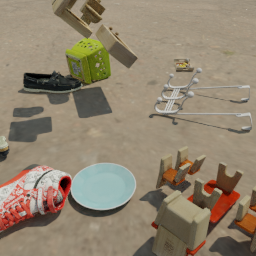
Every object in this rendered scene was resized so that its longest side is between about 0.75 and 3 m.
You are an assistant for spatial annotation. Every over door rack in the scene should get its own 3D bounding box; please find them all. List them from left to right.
[{"bbox_3d":[2.580,-1.119,9.238,2.980,0.993,2.202,11,36,16],"label":"over door rack"}]

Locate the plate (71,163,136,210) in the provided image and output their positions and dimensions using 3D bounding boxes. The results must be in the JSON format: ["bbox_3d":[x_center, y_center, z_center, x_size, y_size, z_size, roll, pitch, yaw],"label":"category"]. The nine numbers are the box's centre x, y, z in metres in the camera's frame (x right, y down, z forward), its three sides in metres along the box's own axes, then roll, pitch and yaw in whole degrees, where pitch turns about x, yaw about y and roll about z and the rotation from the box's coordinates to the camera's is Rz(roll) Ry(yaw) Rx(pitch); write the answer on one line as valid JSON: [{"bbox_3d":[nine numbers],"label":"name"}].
[{"bbox_3d":[-0.540,1.307,6.246,1.445,0.185,1.445,-1,33,0],"label":"plate"}]

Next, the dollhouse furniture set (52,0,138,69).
[{"bbox_3d":[-0.452,-3.699,8.384,2.796,2.279,2.659,32,18,-32],"label":"dollhouse furniture set"}]

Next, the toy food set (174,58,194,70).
[{"bbox_3d":[2.485,-2.863,12.495,0.754,0.317,1.051,0,33,0],"label":"toy food set"}]

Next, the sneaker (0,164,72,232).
[{"bbox_3d":[-2.016,1.480,5.419,1.159,0.722,2.163,8,30,25],"label":"sneaker"}]

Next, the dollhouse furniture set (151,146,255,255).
[{"bbox_3d":[1.427,1.541,5.373,2.231,1.149,2.207,28,31,35],"label":"dollhouse furniture set"}]

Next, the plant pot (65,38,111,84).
[{"bbox_3d":[-1.644,-2.638,11.237,1.407,1.414,1.283,27,49,35],"label":"plant pot"}]

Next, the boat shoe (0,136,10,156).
[{"bbox_3d":[-3.375,0.467,7.407,0.403,0.337,1.081,-22,24,-28],"label":"boat shoe"}]

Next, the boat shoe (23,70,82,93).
[{"bbox_3d":[-2.847,-1.806,10.495,2.215,0.734,0.828,3,33,4],"label":"boat shoe"}]
